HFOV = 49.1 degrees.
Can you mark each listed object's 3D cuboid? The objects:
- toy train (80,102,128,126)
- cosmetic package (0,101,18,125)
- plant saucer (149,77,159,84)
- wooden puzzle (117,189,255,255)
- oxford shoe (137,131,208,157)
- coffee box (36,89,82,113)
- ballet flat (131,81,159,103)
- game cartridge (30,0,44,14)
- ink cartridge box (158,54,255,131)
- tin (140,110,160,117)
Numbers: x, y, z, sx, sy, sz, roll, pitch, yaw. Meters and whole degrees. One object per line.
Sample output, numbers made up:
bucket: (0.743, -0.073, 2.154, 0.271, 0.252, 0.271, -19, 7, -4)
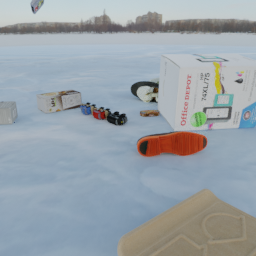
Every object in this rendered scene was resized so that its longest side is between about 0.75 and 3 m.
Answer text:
toy train: (-1.011, -0.526, 10.463, 2.413, 0.412, 0.553, 20, 40, 40)
cosmetic package: (-4.879, -0.533, 10.031, 1.576, 0.711, 0.842, 0, 24, -8)
plant saucer: (2.342, -1.970, 13.815, 2.763, 0.693, 2.763, 1, 21, 0)
wooden puzzle: (1.384, 1.934, 3.761, 2.215, 0.554, 2.392, -17, 31, -36)
oxford shoe: (1.192, 0.351, 7.731, 1.931, 0.687, 0.700, -1, 15, -3)
coffee box: (-2.852, -1.134, 11.659, 1.613, 0.643, 0.923, -14, 25, -33)
ballet flat: (1.221, -1.519, 12.373, 2.748, 0.934, 0.940, 9, 30, 25)
game cartridge: (-2.757, -3.817, 8.547, 0.157, 0.510, 0.766, 33, -6, -13)
ink cartridge box: (2.761, -1.335, 9.837, 2.977, 2.184, 2.174, -3, 25, -9)
tin: (0.849, -0.575, 10.894, 0.795, 0.167, 0.445, -4, 25, -11)
